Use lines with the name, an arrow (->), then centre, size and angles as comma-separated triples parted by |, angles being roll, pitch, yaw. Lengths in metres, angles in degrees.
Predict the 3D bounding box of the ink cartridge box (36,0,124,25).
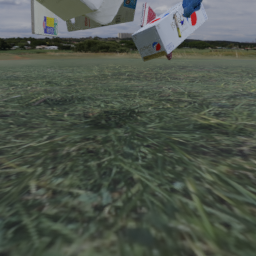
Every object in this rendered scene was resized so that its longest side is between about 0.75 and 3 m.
ink cartridge box -> -0.684, -1.774, 2.333 | 1.743, 1.120, 1.091 | 31, 0, -30

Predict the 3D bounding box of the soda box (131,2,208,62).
soda box -> 1.297, -2.957, 8.180 | 0.911, 0.852, 2.676 | -5, 31, 47

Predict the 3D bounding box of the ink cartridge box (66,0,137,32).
ink cartridge box -> -1.082, -4.573, 10.394 | 2.661, 0.887, 1.541 | -13, -15, -10

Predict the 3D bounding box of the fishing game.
fishing game -> 1.474, -2.882, 5.340 | 0.348, 2.239, 1.603 | 14, 38, -13

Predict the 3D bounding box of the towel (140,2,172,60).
towel -> 0.907, -3.001, 8.748 | 0.181, 1.146, 1.591 | -19, -40, 36

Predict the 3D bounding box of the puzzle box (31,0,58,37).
puzzle box -> -2.474, -3.430, 8.313 | 0.168, 1.323, 0.880 | 12, 15, 33
